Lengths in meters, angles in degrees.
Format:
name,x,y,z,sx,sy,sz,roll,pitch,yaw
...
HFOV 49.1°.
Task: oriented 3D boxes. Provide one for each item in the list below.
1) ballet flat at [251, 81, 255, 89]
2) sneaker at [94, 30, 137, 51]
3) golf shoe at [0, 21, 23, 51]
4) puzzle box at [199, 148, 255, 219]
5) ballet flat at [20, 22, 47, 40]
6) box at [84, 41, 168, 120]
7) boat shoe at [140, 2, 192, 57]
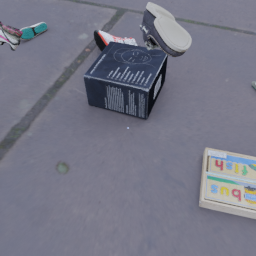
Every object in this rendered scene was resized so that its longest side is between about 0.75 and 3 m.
name,x,y,z,sx,sy,sz,roll,pitch,yaw
ballet flat,4.579,-1.353,9.511,0.344,0.325,1.021,-11,49,-9
sneaker,-0.421,-3.301,11.021,1.101,0.686,2.053,-28,57,-24
golf shoe,-3.004,-2.190,6.414,1.160,0.534,0.421,26,16,9
puzzle box,3.108,1.444,7.022,2.514,0.320,1.672,10,50,9
ballet flat,-4.122,-4.123,11.943,0.511,0.511,1.472,30,51,24
box,-0.004,-1.609,9.073,2.067,1.303,2.103,16,50,14
boat shoe,0.402,-1.120,3.399,0.466,0.403,1.284,16,36,-22
